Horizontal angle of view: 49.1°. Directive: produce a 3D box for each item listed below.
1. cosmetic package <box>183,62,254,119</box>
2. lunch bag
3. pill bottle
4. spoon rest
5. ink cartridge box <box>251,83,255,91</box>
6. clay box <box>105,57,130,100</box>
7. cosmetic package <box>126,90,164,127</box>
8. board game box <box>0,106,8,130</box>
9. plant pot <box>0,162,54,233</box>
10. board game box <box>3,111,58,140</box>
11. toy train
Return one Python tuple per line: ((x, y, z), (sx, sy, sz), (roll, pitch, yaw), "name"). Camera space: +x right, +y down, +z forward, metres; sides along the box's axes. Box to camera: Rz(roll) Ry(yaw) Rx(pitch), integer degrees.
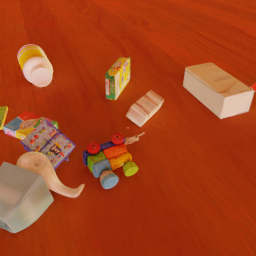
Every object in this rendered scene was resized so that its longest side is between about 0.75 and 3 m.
((3.823, -1.730, 12.231), (1.507, 1.064, 2.912), (-15, 39, -18), "cosmetic package")
((-2.552, 0.633, 9.271), (1.491, 0.701, 1.122), (38, 70, 9), "lunch bag")
((-4.482, -3.010, 13.632), (1.361, 1.361, 2.610), (-16, 41, -20), "pill bottle")
((-2.192, 1.353, 7.817), (1.936, 0.587, 0.962), (32, 41, -2), "spoon rest")
((6.930, -1.495, 11.696), (2.277, 0.704, 2.808), (-32, 66, -35), "ink cartridge box")
((-0.422, -2.369, 12.901), (0.513, 1.239, 2.156), (11, 39, 14), "clay box")
((0.706, -0.812, 11.201), (0.770, 0.650, 1.490), (38, 49, 9), "cosmetic package")
((-5.288, -0.348, 11.132), (0.737, 0.231, 1.543), (-7, 36, -7), "board game box")
((-2.987, 1.934, 7.391), (1.294, 1.298, 1.322), (14, 48, 17), "plant pot")
((-3.672, -0.018, 10.609), (1.590, 0.321, 1.217), (17, 41, 21), "board game box")
((-0.106, 0.924, 8.950), (2.389, 1.011, 1.382), (-20, 52, -24), "toy train")
